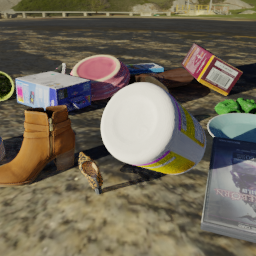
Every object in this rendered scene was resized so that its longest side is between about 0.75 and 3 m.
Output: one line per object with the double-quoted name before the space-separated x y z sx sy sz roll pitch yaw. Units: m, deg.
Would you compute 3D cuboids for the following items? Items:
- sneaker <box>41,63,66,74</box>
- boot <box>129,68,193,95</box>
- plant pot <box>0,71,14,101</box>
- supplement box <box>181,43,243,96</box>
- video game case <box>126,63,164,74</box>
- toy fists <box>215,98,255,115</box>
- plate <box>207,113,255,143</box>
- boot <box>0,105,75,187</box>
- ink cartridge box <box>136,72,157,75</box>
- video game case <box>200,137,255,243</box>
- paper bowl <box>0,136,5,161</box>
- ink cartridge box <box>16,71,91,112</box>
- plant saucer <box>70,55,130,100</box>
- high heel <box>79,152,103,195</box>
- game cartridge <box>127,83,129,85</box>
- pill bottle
"sneaker" -3.509 -2.490 13.089 1.170 0.834 2.359 1 30 -9
"boot" 1.927 -1.948 12.089 2.973 0.955 2.771 -11 30 -29
"plant pot" -5.257 -1.784 11.576 1.181 1.181 1.086 -6 16 -13
"supplement box" 3.629 -2.688 12.521 1.531 1.189 2.776 24 22 -17
"video game case" 0.308 -2.831 13.418 2.416 0.215 1.729 -6 21 -11
"toy fists" 3.874 -0.712 9.915 1.602 0.551 0.817 -8 27 -13
"plate" 3.684 0.205 8.331 2.598 0.332 2.598 -1 27 0
"boot" -2.233 0.387 6.491 2.112 1.640 0.810 -13 29 -23
"ink cartridge box" 0.947 -2.515 13.800 1.106 0.278 1.275 17 29 4
"video game case" 2.793 1.214 6.052 2.080 0.276 2.912 9 33 17
"paper bowl" -4.014 0.499 7.308 1.400 0.728 1.400 0 28 0
"ink cartridge box" -2.635 -1.340 10.545 2.671 1.020 1.822 16 27 31
"plant saucer" -1.290 -2.288 11.925 2.715 0.688 2.715 -5 45 5
"high heel" -0.828 0.853 6.078 0.394 0.787 1.104 -24 64 -14
"game cartridge" -1.300 -2.278 13.175 2.553 0.490 1.655 -5 31 -11
"pill bottle" 0.681 0.174 5.290 1.316 1.316 2.524 18 -4 32
